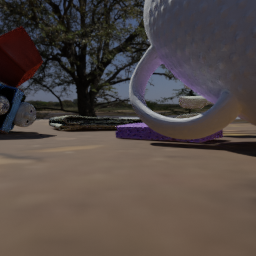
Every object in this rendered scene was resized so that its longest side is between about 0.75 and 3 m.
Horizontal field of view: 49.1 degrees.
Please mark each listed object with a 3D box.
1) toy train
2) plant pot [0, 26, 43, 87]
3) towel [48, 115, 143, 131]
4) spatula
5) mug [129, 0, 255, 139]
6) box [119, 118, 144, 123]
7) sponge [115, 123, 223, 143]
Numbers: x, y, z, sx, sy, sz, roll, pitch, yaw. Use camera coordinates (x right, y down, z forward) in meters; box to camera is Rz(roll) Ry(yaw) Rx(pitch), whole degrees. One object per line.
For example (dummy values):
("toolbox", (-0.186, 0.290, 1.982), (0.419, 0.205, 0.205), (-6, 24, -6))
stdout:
("toy train", (-3.249, -0.605, 6.480), (2.753, 1.193, 1.573), (14, -6, 38))
("plant pot", (-2.540, -1.506, 6.307), (0.991, 0.874, 0.991), (-36, 15, 40))
("towel", (-0.984, -0.095, 7.858), (2.171, 0.389, 2.255), (2, -1, -24))
("spatula", (2.191, -0.628, 6.337), (2.423, 1.685, 0.195), (-3, 36, -18))
("mug", (1.246, -1.101, 3.688), (2.572, 2.934, 2.166), (39, -6, 41))
("box", (0.581, -0.200, 9.642), (1.566, 0.322, 1.221), (1, 3, -15))
("sponge", (0.597, 0.050, 4.246), (1.428, 0.213, 0.796), (2, 5, 38))
